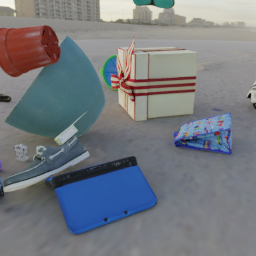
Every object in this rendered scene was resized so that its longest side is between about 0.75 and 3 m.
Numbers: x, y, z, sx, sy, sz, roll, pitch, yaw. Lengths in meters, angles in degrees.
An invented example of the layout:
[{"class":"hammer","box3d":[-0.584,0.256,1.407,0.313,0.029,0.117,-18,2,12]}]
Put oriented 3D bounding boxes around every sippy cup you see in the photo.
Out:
[{"class":"sippy cup","box3d":[-0.153,-2.743,13.934,2.208,1.734,1.618,43,26,16]}]

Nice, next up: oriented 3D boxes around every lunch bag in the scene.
[{"class":"lunch bag","box3d":[2.030,0.142,7.775,1.595,0.750,1.200,-2,22,22]}]

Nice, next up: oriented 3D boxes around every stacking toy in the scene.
[{"class":"stacking toy","box3d":[-3.400,0.747,6.484,1.767,0.415,1.332,6,22,16]}]

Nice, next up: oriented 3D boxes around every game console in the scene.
[{"class":"game console","box3d":[-0.585,1.249,5.536,1.748,1.034,1.492,-11,-7,-27]}]

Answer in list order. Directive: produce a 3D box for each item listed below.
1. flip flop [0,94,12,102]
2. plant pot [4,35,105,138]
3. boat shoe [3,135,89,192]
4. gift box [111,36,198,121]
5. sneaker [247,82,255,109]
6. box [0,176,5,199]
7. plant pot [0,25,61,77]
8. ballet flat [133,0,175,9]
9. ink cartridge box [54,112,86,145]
[{"class":"flip flop","box3d":[-5.272,-1.298,11.741,0.916,0.372,0.264,9,27,10]},{"class":"plant pot","box3d":[-1.789,-0.845,7.949,1.935,2.873,2.873,36,11,-21]},{"class":"boat shoe","box3d":[-1.722,0.687,5.915,0.787,0.668,2.162,-25,-1,37]},{"class":"gift box","box3d":[0.787,-1.950,10.279,2.591,2.775,2.561,-7,18,-15]},{"class":"sneaker","box3d":[5.206,-1.071,10.169,1.075,1.245,2.841,34,19,-4]},{"class":"box","box3d":[-3.805,0.400,5.283,2.789,1.905,0.526,6,24,16]},{"class":"plant pot","box3d":[-2.079,-1.691,5.961,1.033,1.062,1.062,-7,19,15]},{"class":"ballet flat","box3d":[0.768,-3.640,7.799,1.404,0.488,0.488,22,30,31]},{"class":"ink cartridge box","box3d":[-1.247,0.016,6.362,0.907,0.218,0.660,-42,8,-18]}]
